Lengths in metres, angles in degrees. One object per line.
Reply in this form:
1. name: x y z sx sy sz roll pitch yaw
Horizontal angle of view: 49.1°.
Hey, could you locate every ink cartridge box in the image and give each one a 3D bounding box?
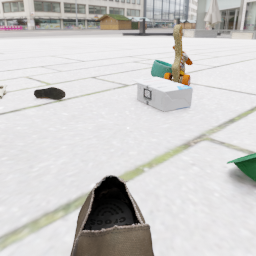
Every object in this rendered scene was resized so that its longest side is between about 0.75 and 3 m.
1. ink cartridge box: 1.173 -1.292 10.235 1.240 0.714 2.140 -12 24 -27

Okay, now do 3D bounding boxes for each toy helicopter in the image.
1. toy helicopter: 2.272 -3.135 12.162 1.082 2.744 1.815 10 41 24

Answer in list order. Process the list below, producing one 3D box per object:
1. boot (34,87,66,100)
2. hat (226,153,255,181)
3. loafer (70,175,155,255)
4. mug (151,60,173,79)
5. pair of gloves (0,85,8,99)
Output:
1. boot: -2.943 -1.359 10.841 1.324 0.487 0.500 4 11 17
2. hat: 2.652 1.037 5.133 1.167 1.240 1.409 -13 -11 -17
3. loafer: -0.191 1.465 2.710 1.094 1.070 2.998 -4 22 -10
4. mug: 1.729 -2.738 13.626 1.111 0.836 1.352 32 27 30
5. pair of gloves: -5.819 -1.444 11.200 1.774 0.311 1.509 -5 22 -10
